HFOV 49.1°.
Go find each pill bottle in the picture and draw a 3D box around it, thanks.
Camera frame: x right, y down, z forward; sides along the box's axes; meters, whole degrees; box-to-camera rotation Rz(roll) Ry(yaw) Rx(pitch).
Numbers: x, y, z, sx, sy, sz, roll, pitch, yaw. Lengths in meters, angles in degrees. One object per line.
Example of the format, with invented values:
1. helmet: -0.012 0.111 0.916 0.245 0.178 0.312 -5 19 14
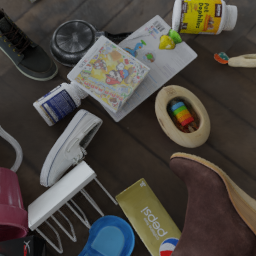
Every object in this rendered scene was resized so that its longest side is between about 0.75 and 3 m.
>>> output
1. pill bottle: 2.274 -3.338 8.419 1.780 0.972 0.972 3 71 1
2. pill bottle: -1.790 -0.738 7.643 1.371 0.762 0.762 -37 75 -12

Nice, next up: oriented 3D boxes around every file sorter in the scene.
1. file sorter: -1.274 1.800 6.473 1.693 1.174 1.054 -39 107 -12

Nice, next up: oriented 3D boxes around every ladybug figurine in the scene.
1. ladybug figurine: 1.417 -0.296 7.531 1.273 0.675 1.875 -23 73 -8

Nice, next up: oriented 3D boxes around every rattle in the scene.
1. rattle: 3.388 -1.657 8.241 1.606 1.147 1.045 -2 39 16

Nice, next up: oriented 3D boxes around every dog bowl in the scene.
1. dog bowl: -0.617 3.008 6.503 1.088 0.484 1.952 28 73 9

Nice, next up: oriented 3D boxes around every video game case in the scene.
1. video game case: -0.502 -1.445 7.433 1.666 0.191 1.516 37 81 7

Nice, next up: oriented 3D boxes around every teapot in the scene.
1. teapot: -4.467 0.471 6.605 2.754 2.718 2.011 13 107 28

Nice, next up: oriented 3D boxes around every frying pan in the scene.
1. frying pan: -1.072 -2.541 8.485 2.742 0.446 1.659 12 72 7

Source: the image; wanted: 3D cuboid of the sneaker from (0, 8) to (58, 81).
1. sneaker: -3.089 -2.328 7.911 2.406 1.278 0.900 37 75 12

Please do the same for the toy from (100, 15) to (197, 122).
1. toy: 0.291 -1.663 7.954 2.944 0.695 1.695 -40 81 -5

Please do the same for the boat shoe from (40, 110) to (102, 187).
1. boat shoe: -1.411 0.553 7.173 0.730 0.822 2.234 24 74 12

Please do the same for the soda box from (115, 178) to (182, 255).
1. soda box: 0.733 2.475 6.480 0.821 0.869 2.566 -33 74 -11

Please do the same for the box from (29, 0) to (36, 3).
1. box: -3.278 -4.519 9.271 0.430 0.136 0.781 -42 76 -13

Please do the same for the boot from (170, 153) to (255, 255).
1. boot: 1.483 1.899 5.940 2.574 0.931 2.141 36 65 22

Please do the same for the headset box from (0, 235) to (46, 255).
1. headset box: -3.109 3.554 5.912 2.615 1.010 1.946 -9 63 -3

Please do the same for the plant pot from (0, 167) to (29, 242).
1. plant pot: -3.129 1.778 6.445 1.624 1.624 1.454 -11 56 -4
